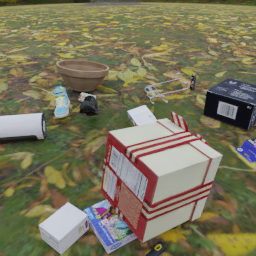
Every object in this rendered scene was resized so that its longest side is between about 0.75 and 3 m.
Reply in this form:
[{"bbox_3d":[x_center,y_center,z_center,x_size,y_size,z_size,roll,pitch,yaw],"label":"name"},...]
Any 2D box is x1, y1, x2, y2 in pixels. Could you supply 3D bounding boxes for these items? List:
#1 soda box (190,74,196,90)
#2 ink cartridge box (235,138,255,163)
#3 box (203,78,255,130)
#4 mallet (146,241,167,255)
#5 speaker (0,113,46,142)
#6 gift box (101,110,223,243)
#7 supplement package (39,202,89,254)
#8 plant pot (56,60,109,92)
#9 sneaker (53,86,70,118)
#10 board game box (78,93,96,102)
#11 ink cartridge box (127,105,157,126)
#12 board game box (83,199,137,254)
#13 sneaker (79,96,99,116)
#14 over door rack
[{"bbox_3d":[3.442,-2.433,14.832,0.249,0.785,0.278,8,32,14],"label":"soda box"},{"bbox_3d":[4.925,0.694,10.108,1.905,0.353,0.902,-13,33,-16],"label":"ink cartridge box"},{"bbox_3d":[4.773,-1.116,12.180,2.088,1.247,2.124,25,39,36],"label":"box"},{"bbox_3d":[-0.151,3.197,5.863,0.880,0.550,2.673,15,29,31],"label":"mallet"},{"bbox_3d":[-4.427,0.009,10.559,2.482,1.008,1.008,-4,31,-8],"label":"speaker"},{"bbox_3d":[0.768,1.010,7.298,2.337,2.309,2.503,-10,38,-33],"label":"gift box"},{"bbox_3d":[-1.564,2.455,6.950,0.740,0.527,0.950,21,38,31],"label":"supplement package"},{"bbox_3d":[-2.378,-2.685,14.621,2.684,1.239,2.684,7,23,-3],"label":"plant pot"},{"bbox_3d":[-2.947,-1.182,12.059,0.637,1.045,1.601,-11,34,-2],"label":"sneaker"},{"bbox_3d":[-1.985,-1.432,13.548,0.764,0.132,0.483,15,55,10],"label":"board game box"},{"bbox_3d":[0.639,-0.275,11.123,0.821,0.379,1.506,-20,43,-13],"label":"ink cartridge box"},{"bbox_3d":[-0.261,2.378,7.316,1.362,0.281,1.365,-18,36,-28],"label":"board game box"},{"bbox_3d":[-1.600,-0.961,11.373,0.678,0.810,1.786,-5,-4,0],"label":"sneaker"},{"bbox_3d":[1.921,-1.888,13.892,1.976,0.658,1.460,-23,32,3],"label":"over door rack"}]
